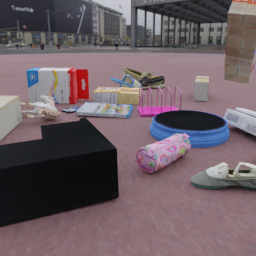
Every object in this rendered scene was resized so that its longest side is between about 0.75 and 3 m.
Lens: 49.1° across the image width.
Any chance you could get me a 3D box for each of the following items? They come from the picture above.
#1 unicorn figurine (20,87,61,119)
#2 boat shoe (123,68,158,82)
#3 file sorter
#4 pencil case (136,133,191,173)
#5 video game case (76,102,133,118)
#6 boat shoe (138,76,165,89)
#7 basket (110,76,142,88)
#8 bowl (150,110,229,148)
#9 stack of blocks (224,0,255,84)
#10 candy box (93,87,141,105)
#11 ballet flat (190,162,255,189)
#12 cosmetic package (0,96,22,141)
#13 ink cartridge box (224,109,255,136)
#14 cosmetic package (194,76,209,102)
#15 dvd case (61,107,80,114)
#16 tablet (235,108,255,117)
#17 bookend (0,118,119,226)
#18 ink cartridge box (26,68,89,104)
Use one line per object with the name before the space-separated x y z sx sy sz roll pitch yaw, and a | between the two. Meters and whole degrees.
unicorn figurine | -3.502 -0.822 11.341 1.698 0.913 2.473 -3 31 -40
boat shoe | 0.842 -3.466 18.772 2.908 0.912 1.066 12 22 32
file sorter | 1.313 -1.155 11.779 1.691 1.060 1.175 -1 19 -4
pencil case | 0.955 0.595 7.206 1.619 0.708 0.708 -19 26 -41
video game case | -0.942 -0.776 11.922 2.163 0.193 1.548 3 19 5
boat shoe | 1.126 -2.810 17.066 2.387 0.774 0.874 -7 20 -19
basket | -0.113 -2.309 14.986 1.464 1.019 1.291 25 5 -30
bowl | 2.053 -0.067 9.440 2.624 0.515 2.624 0 19 0
stack of blocks | 3.702 -2.964 8.722 0.863 2.948 1.697 16 69 24
candy box | -0.497 -1.606 13.794 2.185 0.604 1.261 2 19 7
ballet flat | 2.285 1.013 6.199 1.759 0.560 0.593 2 19 7
cosmetic package | -4.717 -0.267 9.207 1.496 1.056 2.890 -1 18 -3
ink cartridge box | 4.756 0.002 9.571 2.309 0.578 1.858 12 13 -25
cosmetic package | 3.829 -2.066 14.557 0.688 1.018 1.936 5 21 14
dvd case | -2.418 -0.788 12.240 0.579 0.071 0.812 18 25 39
tablet | 4.799 -0.262 9.225 1.488 0.156 2.287 12 12 -20
bookend | -1.757 0.735 6.133 2.455 1.131 2.439 -9 20 -22
ink cartridge box | -3.320 -2.042 13.517 2.763 1.605 0.929 0 19 0
